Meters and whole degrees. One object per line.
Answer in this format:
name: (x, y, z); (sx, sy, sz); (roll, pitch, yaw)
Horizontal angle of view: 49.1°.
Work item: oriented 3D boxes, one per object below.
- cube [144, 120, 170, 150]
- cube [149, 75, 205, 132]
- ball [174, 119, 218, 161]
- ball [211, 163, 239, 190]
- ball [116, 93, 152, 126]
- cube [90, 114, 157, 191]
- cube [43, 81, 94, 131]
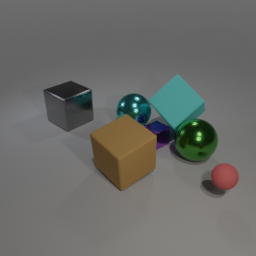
cube: (1.021, 0.253, 10.139); (0.700, 0.700, 0.700); (-24, 37, -33)
cube: (1.830, -0.822, 10.303); (1.400, 1.400, 1.400); (-42, 72, 6)
ball: (2.241, 0.392, 9.232); (1.400, 1.400, 1.400); (0, 31, 0)
ball: (2.583, 1.291, 7.470); (0.700, 0.700, 0.700); (0, 31, 0)
ball: (0.223, -0.667, 11.015); (1.400, 1.400, 1.400); (0, 31, 0)
cube: (-0.117, 0.706, 8.425); (1.400, 1.400, 1.400); (-30, 47, -27)
cube: (-2.397, -0.935, 11.436); (1.400, 1.400, 1.400); (26, 40, 36)
